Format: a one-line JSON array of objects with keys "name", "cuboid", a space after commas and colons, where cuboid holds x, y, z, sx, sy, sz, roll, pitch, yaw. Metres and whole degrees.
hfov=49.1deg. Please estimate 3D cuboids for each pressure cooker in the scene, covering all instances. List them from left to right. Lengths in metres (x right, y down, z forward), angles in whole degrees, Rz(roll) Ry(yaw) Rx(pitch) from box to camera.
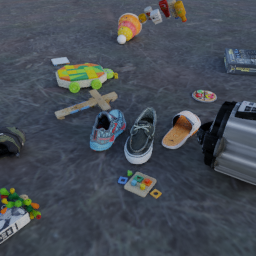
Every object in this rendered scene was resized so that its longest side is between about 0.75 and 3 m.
[{"name": "pressure cooker", "cuboid": [3.048, 0.366, 7.559, 2.336, 2.055, 2.087, 19, 68, 27]}]

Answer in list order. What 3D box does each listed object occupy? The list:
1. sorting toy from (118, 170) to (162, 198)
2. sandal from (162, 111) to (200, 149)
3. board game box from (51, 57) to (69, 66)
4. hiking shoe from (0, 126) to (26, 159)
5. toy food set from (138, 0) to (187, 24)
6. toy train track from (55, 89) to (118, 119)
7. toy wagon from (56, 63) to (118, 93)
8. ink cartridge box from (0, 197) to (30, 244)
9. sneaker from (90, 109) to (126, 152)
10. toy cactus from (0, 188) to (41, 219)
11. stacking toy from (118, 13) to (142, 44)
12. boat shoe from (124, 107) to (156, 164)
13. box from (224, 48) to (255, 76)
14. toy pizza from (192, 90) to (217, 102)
[{"name": "sorting toy", "cuboid": [0.343, 1.483, 7.567, 1.254, 0.171, 0.706, 19, 38, 25]}, {"name": "sandal", "cuboid": [1.867, -0.093, 9.461, 0.857, 0.641, 2.237, 18, 38, 25]}, {"name": "board game box", "cuboid": [-3.639, -3.575, 15.062, 0.827, 0.107, 0.827, -13, 36, -18]}, {"name": "hiking shoe", "cuboid": [-4.406, 0.517, 8.286, 2.514, 0.952, 1.266, -5, 31, -8]}, {"name": "toy food set", "cuboid": [1.244, -4.021, 10.028, 1.636, 0.736, 0.781, -13, 47, 24]}, {"name": "toy train track", "cuboid": [-1.558, -0.796, 10.794, 2.469, 0.402, 1.416, -21, 46, -19]}, {"name": "toy wagon", "cuboid": [-1.860, -2.463, 13.021, 2.831, 0.560, 2.196, -11, 36, -15]}, {"name": "ink cartridge box", "cuboid": [-3.218, 2.313, 6.200, 0.910, 0.359, 1.830, 25, 42, 30]}, {"name": "sneaker", "cuboid": [-0.599, -0.164, 9.245, 0.831, 1.001, 2.095, 9, 35, 13]}, {"name": "toy cactus", "cuboid": [-2.554, 1.812, 6.695, 1.117, 0.571, 0.921, 27, -8, -8]}, {"name": "stacking toy", "cuboid": [-0.116, -6.167, 18.006, 1.599, 1.599, 2.189, 10, 51, 14]}, {"name": "boat shoe", "cuboid": [0.411, 0.131, 8.939, 0.871, 0.857, 2.417, 6, 35, 9]}, {"name": "box", "cuboid": [5.958, -3.433, 14.424, 1.801, 0.583, 2.284, 7, 35, 9]}, {"name": "toy pizza", "cuboid": [3.220, -1.380, 11.783, 1.014, 0.161, 1.014, 0, 34, 0]}]
